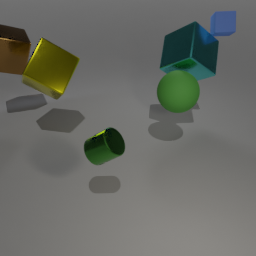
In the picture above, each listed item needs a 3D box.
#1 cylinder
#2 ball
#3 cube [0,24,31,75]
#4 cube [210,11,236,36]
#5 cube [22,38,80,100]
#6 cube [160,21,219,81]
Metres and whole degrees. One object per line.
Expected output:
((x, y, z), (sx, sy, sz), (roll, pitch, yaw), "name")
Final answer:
((-0.543, 0.431, 6.498), (0.700, 0.700, 0.700), (-27, 14, 32), "cylinder")
((1.656, -1.198, 9.262), (1.400, 1.400, 1.400), (0, 29, 0), "ball")
((-4.717, -3.063, 10.887), (1.400, 1.400, 1.400), (2, 37, -34), "cube")
((3.291, -3.609, 9.730), (0.700, 0.700, 0.700), (-1, 8, 3), "cube")
((-2.689, -1.971, 9.660), (1.400, 1.400, 1.400), (27, -11, -19), "cube")
((2.154, -2.559, 9.825), (1.400, 1.400, 1.400), (22, -20, -36), "cube")
